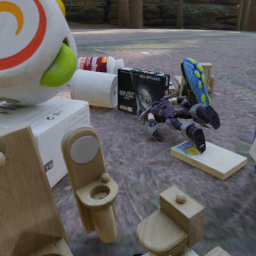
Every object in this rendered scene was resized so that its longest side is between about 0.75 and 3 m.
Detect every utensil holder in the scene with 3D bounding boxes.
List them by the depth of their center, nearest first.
[{"bbox_3d":[-1.294,-1.607,11.638,1.719,1.461,1.461,10,26,16],"label":"utensil holder"}]

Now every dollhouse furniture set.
[{"bbox_3d":[-0.208,1.341,3.423,2.794,2.394,2.938,-23,32,-25],"label":"dollhouse furniture set"},{"bbox_3d":[2.688,-2.184,12.452,2.322,1.760,2.650,-1,24,-2],"label":"dollhouse furniture set"}]

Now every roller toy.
[{"bbox_3d":[-2.657,-1.979,6.859,2.607,2.858,1.997,-16,-12,-1],"label":"roller toy"}]

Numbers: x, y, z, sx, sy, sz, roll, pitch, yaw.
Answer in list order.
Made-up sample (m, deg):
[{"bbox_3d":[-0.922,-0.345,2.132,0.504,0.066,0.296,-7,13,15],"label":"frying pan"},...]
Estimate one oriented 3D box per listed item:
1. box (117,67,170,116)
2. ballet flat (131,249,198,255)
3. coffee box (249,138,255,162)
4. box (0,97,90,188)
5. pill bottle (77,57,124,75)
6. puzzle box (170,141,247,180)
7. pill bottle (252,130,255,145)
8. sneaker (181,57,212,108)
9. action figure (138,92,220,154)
[{"bbox_3d":[0.530,-1.317,10.616,2.110,1.690,0.459,19,29,34],"label":"box"},{"bbox_3d":[0.739,2.160,4.267,1.618,0.553,0.550,0,25,-1],"label":"ballet flat"},{"bbox_3d":[4.523,0.298,4.815,2.916,2.888,2.920,-3,39,-7],"label":"coffee box"},{"bbox_3d":[-2.523,0.233,7.348,2.361,1.543,2.348,9,26,19],"label":"box"},{"bbox_3d":[-1.422,-3.133,14.977,2.347,1.326,1.326,-1,24,7],"label":"pill bottle"},{"bbox_3d":[2.195,0.780,7.740,1.156,0.221,1.738,-20,31,-36],"label":"puzzle box"},{"bbox_3d":[3.900,0.144,7.603,0.829,1.488,0.829,0,24,0],"label":"pill bottle"},{"bbox_3d":[1.795,-1.131,7.921,0.783,1.890,0.670,17,61,40],"label":"sneaker"},{"bbox_3d":[1.453,-0.285,8.653,1.852,0.988,2.847,-45,29,-8],"label":"action figure"}]
